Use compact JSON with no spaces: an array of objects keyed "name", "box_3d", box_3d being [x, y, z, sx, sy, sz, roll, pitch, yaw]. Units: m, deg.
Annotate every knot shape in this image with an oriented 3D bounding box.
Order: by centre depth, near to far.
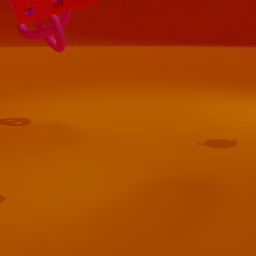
[{"name":"knot shape","box_3d":[-2.511,-3.213,8.828,1.847,1.728,0.853,-23,13,24]}]

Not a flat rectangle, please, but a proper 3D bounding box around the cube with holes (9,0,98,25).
[{"name":"cube with holes","box_3d":[-1.197,-2.403,3.709,1.206,1.206,1.206,-22,-18,-13]}]
